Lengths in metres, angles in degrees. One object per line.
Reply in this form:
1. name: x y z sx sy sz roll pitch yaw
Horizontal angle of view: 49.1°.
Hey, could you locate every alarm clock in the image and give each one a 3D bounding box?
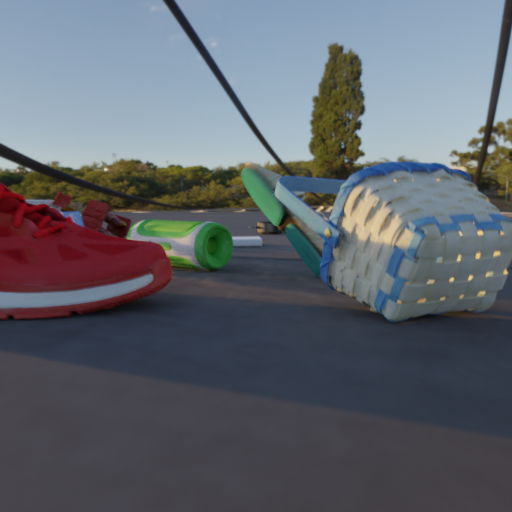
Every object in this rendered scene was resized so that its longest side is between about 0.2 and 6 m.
1. alarm clock: 0.322 -0.796 15.923 1.137 0.378 0.767 0 6 -23

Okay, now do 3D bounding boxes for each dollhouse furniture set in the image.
1. dollhouse furniture set: -3.265 -0.699 10.606 1.595 0.649 0.859 17 -11 25

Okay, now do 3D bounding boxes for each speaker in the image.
1. speaker: -1.116 -0.171 7.994 1.630 0.721 0.721 5 7 41

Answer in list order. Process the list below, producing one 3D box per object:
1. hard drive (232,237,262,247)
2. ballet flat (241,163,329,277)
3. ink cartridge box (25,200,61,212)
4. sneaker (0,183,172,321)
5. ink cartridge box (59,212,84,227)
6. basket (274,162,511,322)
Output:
1. hard drive: -0.572 -0.298 11.869 1.326 0.174 0.874 0 6 -4
2. ballet flat: 0.515 -0.518 7.159 0.562 1.802 0.608 -32 -9 -25
3. ink cartridge box: -4.542 -0.590 10.739 1.338 0.972 0.968 -4 7 -36
4. sneaker: -2.366 -0.458 4.904 3.200 1.849 1.254 -1 6 -6
5. ink cartridge box: -2.354 -0.057 6.012 0.955 0.614 0.598 -4 50 -28
6. basket: 1.177 -0.251 4.950 1.593 1.257 1.807 -2 36 -24
